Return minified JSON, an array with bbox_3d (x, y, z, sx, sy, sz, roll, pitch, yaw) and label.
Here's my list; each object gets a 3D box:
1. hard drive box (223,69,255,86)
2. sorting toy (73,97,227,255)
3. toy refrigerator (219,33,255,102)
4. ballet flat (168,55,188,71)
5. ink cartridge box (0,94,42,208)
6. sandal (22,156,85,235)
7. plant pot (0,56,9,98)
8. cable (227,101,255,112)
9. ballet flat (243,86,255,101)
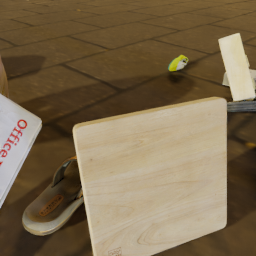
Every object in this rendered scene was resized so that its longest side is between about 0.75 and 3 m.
[{"bbox_3d":[3.886,-1.686,9.472,1.086,0.417,0.846,20,37,28],"label":"hard drive box"},{"bbox_3d":[0.365,0.719,4.248,2.173,2.160,0.756,-12,18,-18],"label":"sorting toy"},{"bbox_3d":[3.031,-1.635,7.742,0.612,1.749,0.664,-14,-3,20],"label":"toy refrigerator"},{"bbox_3d":[1.984,-2.482,10.741,0.454,0.453,1.354,25,37,16],"label":"ballet flat"},{"bbox_3d":[-3.041,0.091,4.150,1.173,2.782,2.032,-27,35,44],"label":"ink cartridge box"},{"bbox_3d":[-1.025,0.928,5.179,0.919,0.618,2.287,15,36,25],"label":"sandal"},{"bbox_3d":[-3.924,-0.834,6.703,2.937,2.937,1.356,17,-8,25],"label":"plant pot"},{"bbox_3d":[4.037,-0.778,7.700,2.793,0.703,1.357,3,10,14],"label":"cable"},{"bbox_3d":[3.797,-1.041,8.465,1.289,0.479,0.479,-14,35,-17],"label":"ballet flat"}]
